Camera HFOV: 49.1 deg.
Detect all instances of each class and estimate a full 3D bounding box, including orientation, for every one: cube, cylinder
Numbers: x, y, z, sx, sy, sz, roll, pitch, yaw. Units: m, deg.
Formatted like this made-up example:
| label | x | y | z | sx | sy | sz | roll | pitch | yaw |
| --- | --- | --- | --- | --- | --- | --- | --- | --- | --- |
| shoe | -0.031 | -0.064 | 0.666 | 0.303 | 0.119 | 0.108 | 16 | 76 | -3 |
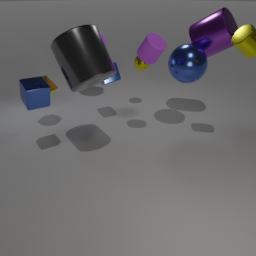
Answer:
| label | x | y | z | sx | sy | sz | roll | pitch | yaw |
| --- | --- | --- | --- | --- | --- | --- | --- | --- | --- |
| cube | -0.769 | -2.150 | 11.110 | 0.700 | 0.700 | 0.700 | -20 | 12 | -13 |
| cube | -3.256 | -1.474 | 10.720 | 0.700 | 0.700 | 0.700 | 45 | 27 | -5 |
| cylinder | 3.232 | -3.516 | 10.488 | 1.400 | 1.400 | 1.400 | -19 | 13 | 39 |
| cube | -2.805 | -1.054 | 8.453 | 0.700 | 0.700 | 0.700 | -16 | 46 | -31 |
| cylinder | 0.738 | -2.476 | 8.747 | 0.700 | 0.700 | 0.700 | 15 | 54 | -22 |
| cylinder | 3.503 | -2.507 | 8.130 | 0.700 | 0.700 | 0.700 | 32 | 17 | -25 |
| cylinder | -1.227 | -1.909 | 7.820 | 1.400 | 1.400 | 1.400 | -24 | 4 | 2 |

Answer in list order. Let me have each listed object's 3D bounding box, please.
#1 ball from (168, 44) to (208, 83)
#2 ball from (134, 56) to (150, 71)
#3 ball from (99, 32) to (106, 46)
| label | x | y | z | sx | sy | sz | roll | pitch | yaw |
| --- | --- | --- | --- | --- | --- | --- | --- | --- | --- |
| ball | 2.155 | -2.321 | 10.120 | 1.400 | 1.400 | 1.400 | 0 | 28 | 0 |
| ball | 0.605 | -2.862 | 12.270 | 0.700 | 0.700 | 0.700 | 0 | 28 | 0 |
| ball | -1.710 | -3.847 | 12.944 | 1.400 | 1.400 | 1.400 | 0 | 28 | 0 |
